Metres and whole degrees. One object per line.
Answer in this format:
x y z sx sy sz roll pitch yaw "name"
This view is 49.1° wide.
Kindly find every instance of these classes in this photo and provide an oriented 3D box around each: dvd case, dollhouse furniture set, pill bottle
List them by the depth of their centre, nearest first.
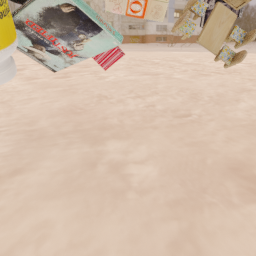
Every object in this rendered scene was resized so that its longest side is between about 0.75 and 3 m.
2.052 -2.369 5.672 1.510 1.723 1.144 31 -8 -11 "dollhouse furniture set"
-3.131 -2.217 5.672 1.485 2.652 1.485 1 44 -1 "pill bottle"
-1.745 -2.239 6.765 2.716 0.299 1.982 -7 -27 41 "dvd case"
3.324 -4.452 9.804 0.166 1.544 2.077 5 7 -24 "dvd case"

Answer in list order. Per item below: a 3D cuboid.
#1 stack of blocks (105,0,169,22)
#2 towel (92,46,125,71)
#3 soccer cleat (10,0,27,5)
-0.041 -2.372 4.402 1.116 0.568 1.938 6 40 -10 "stack of blocks"
-1.002 -2.835 9.855 1.137 1.573 0.177 -29 28 38 "towel"
-2.685 -3.882 8.649 2.556 0.872 0.935 29 39 -23 "soccer cleat"
